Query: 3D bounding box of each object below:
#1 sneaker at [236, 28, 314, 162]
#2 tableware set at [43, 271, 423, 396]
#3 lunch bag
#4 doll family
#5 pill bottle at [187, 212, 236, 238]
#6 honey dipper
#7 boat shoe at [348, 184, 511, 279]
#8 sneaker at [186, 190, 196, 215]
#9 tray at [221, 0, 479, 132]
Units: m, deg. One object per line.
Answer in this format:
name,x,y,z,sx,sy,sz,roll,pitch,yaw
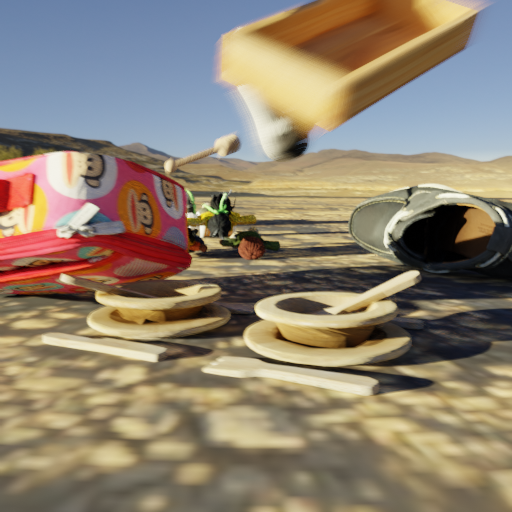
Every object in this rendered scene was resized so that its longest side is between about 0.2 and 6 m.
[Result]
sneaker,0.901,-2.415,9.033,1.804,1.178,3.224,4,-15,19
tableware set,-0.142,0.349,4.170,2.529,0.507,1.672,3,8,25
lunch bag,-1.918,-0.225,4.759,2.382,0.976,2.098,-8,-10,19
doll family,-1.021,-0.424,8.561,2.733,1.072,1.579,-6,12,-4
pill bottle,-0.965,-0.668,11.777,0.997,0.580,0.580,-4,8,-20
honey dipper,-0.619,-1.188,6.599,0.216,0.216,1.140,6,27,40
boat shoe,2.174,-0.383,7.295,1.077,1.144,3.186,1,8,-28
sneaker,-2.615,-1.166,14.845,2.576,0.989,1.079,-5,12,37
tray,1.233,-2.590,6.859,1.574,0.591,3.191,34,51,26
